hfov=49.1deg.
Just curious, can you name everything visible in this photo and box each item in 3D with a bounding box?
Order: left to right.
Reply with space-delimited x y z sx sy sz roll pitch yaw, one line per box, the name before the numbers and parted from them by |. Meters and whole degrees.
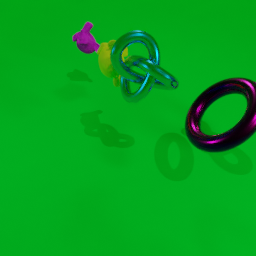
monkey head | -1.156 -2.565 8.065 1.119 0.674 0.805 38 97 36
monkey head | -0.242 -1.362 5.536 0.726 1.009 0.608 -23 46 -17
knot shape | 0.193 -0.953 4.971 1.296 1.212 0.599 43 52 -5
ring | 1.656 -0.250 4.919 1.507 0.301 1.507 -33 37 29
